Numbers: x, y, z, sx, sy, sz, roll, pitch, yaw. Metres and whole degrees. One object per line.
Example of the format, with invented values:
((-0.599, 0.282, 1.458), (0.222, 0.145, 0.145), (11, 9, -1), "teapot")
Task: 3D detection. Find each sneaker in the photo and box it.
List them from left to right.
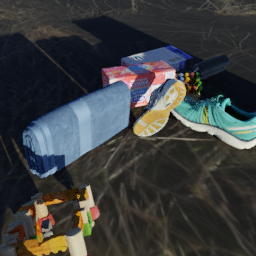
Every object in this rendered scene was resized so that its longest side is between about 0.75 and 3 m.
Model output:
((0.787, -0.559, 7.558), (1.807, 0.683, 0.792), (-47, 30, 11), "sneaker")
((2.303, -0.453, 7.483), (2.617, 1.042, 1.014), (25, 45, 27), "sneaker")

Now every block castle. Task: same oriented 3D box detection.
((-1.130, 1.710, 4.475), (1.242, 0.872, 1.859), (-11, 12, -2), "block castle")

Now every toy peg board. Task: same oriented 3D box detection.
((1.892, -1.395, 8.656), (0.777, 0.382, 0.780), (5, 62, -17), "toy peg board")

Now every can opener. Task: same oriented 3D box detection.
((2.571, -1.831, 9.959), (2.960, 0.779, 0.984), (-29, 80, -31), "can opener")

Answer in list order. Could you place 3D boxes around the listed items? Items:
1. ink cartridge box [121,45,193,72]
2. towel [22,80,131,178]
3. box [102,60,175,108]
((1.151, -2.555, 10.947), (2.446, 0.513, 1.460), (-23, 44, -22), "ink cartridge box")
((-1.095, -0.072, 6.540), (0.669, 1.538, 2.755), (37, 50, 28), "towel")
((0.321, -1.353, 8.790), (2.095, 1.075, 0.992), (-12, 33, -14), "box")
